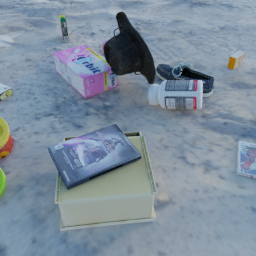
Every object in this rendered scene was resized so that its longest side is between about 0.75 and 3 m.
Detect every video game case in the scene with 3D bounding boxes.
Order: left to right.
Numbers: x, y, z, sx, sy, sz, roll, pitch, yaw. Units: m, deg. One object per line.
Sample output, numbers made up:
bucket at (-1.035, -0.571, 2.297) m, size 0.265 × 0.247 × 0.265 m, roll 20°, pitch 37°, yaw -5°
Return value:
video game case at (-5.710, -1.302, 10.754) m, size 1.864 × 0.334 × 1.689 m, roll 22°, pitch 46°, yaw 23°
video game case at (-0.852, 0.633, 7.057) m, size 1.960 × 0.186 × 1.401 m, roll -21°, pitch 45°, yaw -21°
video game case at (3.899, 0.976, 8.293) m, size 1.237 × 0.156 × 1.358 m, roll 11°, pitch 43°, yaw 13°

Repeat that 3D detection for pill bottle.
pill bottle at (1.705, -1.194, 10.034) m, size 1.852 × 1.025 × 1.025 m, roll 3°, pitch 40°, yaw 17°

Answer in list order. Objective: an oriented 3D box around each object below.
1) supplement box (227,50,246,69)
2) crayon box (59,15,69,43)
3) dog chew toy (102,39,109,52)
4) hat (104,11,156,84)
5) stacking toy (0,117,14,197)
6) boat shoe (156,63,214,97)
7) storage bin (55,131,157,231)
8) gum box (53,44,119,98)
supplement box at (4.892, -3.074, 12.616) m, size 0.324 × 0.556 × 0.882 m, roll 33°, pitch 52°, yaw 33°
crayon box at (-3.319, -5.166, 14.597) m, size 0.320 × 1.097 × 0.946 m, roll -9°, pitch 43°, yaw -11°
dog chew toy at (-0.743, -4.008, 13.630) m, size 0.718 × 0.718 × 1.154 m, roll 24°, pitch 39°, yaw 25°
hat at (-0.149, -2.558, 10.079) m, size 1.213 × 3.007 × 3.007 m, roll -31°, pitch 47°, yaw -4°
stacking toy at (-4.513, 1.167, 7.827) m, size 2.774 × 1.172 × 2.511 m, roll -13°, pitch 69°, yaw -10°
boat shoe at (2.248, -2.144, 11.336) m, size 1.009 × 0.834 × 2.696 m, roll -31°, pitch 49°, yaw -29°
storage bin at (-0.595, 1.235, 7.311) m, size 2.321 × 1.088 × 2.304 m, roll -5°, pitch 41°, yaw -5°
gum box at (-1.808, -2.479, 11.643) m, size 1.568 × 0.913 × 2.762 m, roll -25°, pitch 47°, yaw -27°
